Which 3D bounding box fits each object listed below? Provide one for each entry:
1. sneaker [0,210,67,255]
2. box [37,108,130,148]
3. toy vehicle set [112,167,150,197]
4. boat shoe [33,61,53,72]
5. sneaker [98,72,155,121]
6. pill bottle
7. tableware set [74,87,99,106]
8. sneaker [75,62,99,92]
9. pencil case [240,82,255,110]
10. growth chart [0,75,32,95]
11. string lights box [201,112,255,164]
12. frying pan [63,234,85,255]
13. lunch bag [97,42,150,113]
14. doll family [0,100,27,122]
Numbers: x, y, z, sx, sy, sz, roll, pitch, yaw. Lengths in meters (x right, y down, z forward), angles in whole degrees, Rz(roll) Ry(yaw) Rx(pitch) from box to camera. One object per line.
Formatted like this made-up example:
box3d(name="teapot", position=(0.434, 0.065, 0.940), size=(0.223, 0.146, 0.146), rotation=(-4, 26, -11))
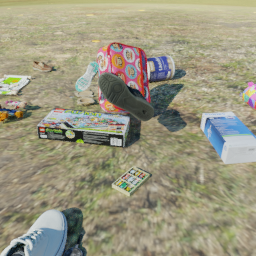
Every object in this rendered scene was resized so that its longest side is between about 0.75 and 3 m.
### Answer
box3d(name="sneaker", position=(-1.835, 2.381, 5.298), size=(0.893, 0.866, 2.447), rotation=(5, 31, 9))
box3d(name="box", position=(-1.442, -0.056, 9.686), size=(2.872, 0.499, 1.580), rotation=(5, 27, 5))
box3d(name="toy vehicle set", position=(0.093, 1.446, 7.656), size=(0.595, 0.127, 0.958), rotation=(20, 36, 31))
box3d(name="boat shoe", position=(-4.853, -3.497, 15.812), size=(1.357, 0.487, 0.514), rotation=(12, 32, 20))
box3d(name="sneaker", position=(-0.133, -0.979, 8.290), size=(1.926, 0.736, 1.103), rotation=(32, 10, -22))
box3d(name="pill bottle", position=(1.223, -2.953, 14.186), size=(2.069, 1.197, 1.197), rotation=(-11, 32, -17))
box3d(name="tableware set", position=(-1.436, -1.418, 12.475), size=(1.765, 0.245, 2.113), rotation=(-8, 31, -13))
box3d(name="sneaker", position=(-1.216, -1.558, 8.665), size=(0.409, 1.054, 0.481), rotation=(40, 10, -4))
box3d(name="pencil case", position=(5.419, -1.024, 11.151), size=(0.958, 0.958, 2.168), rotation=(-6, 31, -10))
box3d(name="growth chart", position=(-5.867, -2.138, 13.764), size=(1.826, 0.224, 2.523), rotation=(1, 29, 3))
box3d(name="string lights box", position=(3.318, 0.236, 9.212), size=(1.127, 0.647, 2.193), rotation=(-3, 30, -5))
box3d(name="frying pan", position=(-1.037, 2.543, 5.797), size=(0.465, 0.125, 0.768), rotation=(17, 37, 26))
box3d(name="lunch bag", position=(-0.030, -1.743, 10.245), size=(2.161, 2.454, 1.005), rotation=(-1, -5, -42))
box3d(name="doll family", position=(-4.670, -0.622, 10.800), size=(1.103, 0.801, 1.777), rotation=(10, 13, 29))
